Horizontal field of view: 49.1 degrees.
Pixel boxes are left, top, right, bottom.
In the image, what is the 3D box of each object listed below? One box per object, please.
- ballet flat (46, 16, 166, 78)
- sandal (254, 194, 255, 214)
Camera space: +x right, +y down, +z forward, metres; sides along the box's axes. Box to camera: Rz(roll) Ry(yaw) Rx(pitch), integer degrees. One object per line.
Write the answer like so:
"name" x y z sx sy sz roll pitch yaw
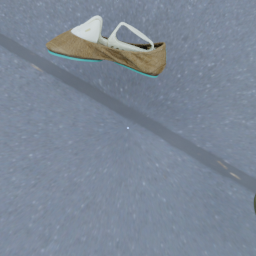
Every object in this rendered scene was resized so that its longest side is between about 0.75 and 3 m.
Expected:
"ballet flat" -0.421 -2.037 6.727 2.952 1.068 1.001 12 34 -8
"sandal" 2.898 1.889 4.838 0.851 0.611 2.143 -24 95 -1
